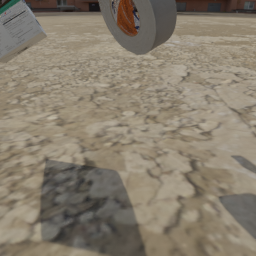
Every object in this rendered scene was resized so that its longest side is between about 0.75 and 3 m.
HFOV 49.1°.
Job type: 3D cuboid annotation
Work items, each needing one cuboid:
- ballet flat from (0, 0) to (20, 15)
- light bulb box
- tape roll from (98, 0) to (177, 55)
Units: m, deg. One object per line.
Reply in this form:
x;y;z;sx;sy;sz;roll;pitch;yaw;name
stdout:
-2.706;-2.114;5.014;2.202;0.792;0.792;-29;17;23;ballet flat
-3.360;-2.869;7.703;1.550;1.564;0.976;-33;13;-2;light bulb box
0.165;-2.842;6.670;0.690;2.089;2.089;-35;40;-22;tape roll
